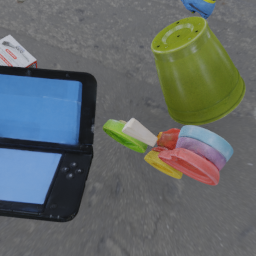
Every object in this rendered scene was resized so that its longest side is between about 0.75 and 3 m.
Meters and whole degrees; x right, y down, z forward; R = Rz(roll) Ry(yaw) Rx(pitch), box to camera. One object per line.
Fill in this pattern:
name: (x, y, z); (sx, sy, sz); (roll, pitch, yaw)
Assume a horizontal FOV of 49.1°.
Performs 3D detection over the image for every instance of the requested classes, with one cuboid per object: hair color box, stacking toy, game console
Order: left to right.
hair color box: (-2.641, -1.100, 5.514); (0.826, 0.476, 1.490); (43, 63, 7)
game console: (-1.765, 0.145, 4.350); (2.318, 1.349, 2.039); (5, 42, 4)
stacking toy: (0.686, 0.127, 5.051); (1.954, 2.159, 0.912); (34, 77, -14)

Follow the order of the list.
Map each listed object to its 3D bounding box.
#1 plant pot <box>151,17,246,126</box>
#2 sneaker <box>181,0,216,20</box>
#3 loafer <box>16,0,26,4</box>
plant pot: (1.470, -1.393, 6.407); (1.941, 1.869, 1.941); (-21, 39, 18)
sneaker: (1.947, -4.280, 9.212); (1.995, 0.782, 0.658); (43, 50, 21)
loafer: (-2.335, -3.462, 6.292); (0.470, 0.411, 1.308); (14, 90, -26)
